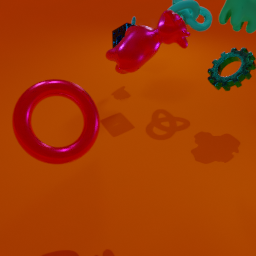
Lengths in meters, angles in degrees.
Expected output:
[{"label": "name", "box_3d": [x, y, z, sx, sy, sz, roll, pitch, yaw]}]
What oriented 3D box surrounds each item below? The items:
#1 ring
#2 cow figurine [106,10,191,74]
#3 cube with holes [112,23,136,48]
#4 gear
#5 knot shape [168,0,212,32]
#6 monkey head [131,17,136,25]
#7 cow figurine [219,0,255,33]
[{"label": "ring", "box_3d": [-1.188, -0.115, 4.787, 1.467, 1.467, 0.293, -20, 1, -24]}, {"label": "cow figurine", "box_3d": [0.316, -1.319, 4.386, 1.182, 0.649, 1.163, -48, 31, -14]}, {"label": "cube with holes", "box_3d": [0.058, -2.647, 8.648, 0.795, 0.795, 0.795, 0, -2, -36]}, {"label": "gear", "box_3d": [2.884, -1.656, 7.860, 1.312, 0.243, 1.312, -28, 44, 31]}, {"label": "knot shape", "box_3d": [1.762, -3.552, 8.578, 1.488, 0.688, 1.392, 12, 27, -29]}, {"label": "monkey head", "box_3d": [0.151, -3.393, 10.288, 0.734, 1.218, 0.877, 1, 13, 31]}, {"label": "cow figurine", "box_3d": [3.237, -3.362, 7.414, 1.588, 1.563, 0.872, 4, 19, -37]}]
